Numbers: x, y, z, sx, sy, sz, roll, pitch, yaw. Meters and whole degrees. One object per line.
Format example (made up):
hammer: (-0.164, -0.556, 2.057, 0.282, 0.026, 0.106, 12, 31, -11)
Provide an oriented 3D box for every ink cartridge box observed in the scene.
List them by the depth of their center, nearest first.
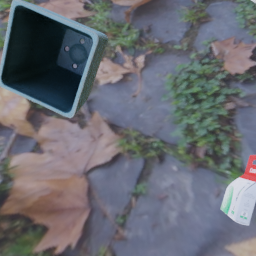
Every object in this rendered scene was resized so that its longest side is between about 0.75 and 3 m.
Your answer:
ink cartridge box: (1.647, 0.821, 4.026, 0.241, 0.775, 0.963, 15, 86, 7)

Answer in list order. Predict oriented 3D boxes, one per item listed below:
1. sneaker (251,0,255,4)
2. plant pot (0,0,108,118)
sneaker: (2.580, -2.271, 4.703, 0.545, 0.627, 1.416, -22, 56, -12)
plant pot: (-0.967, -1.063, 4.238, 1.216, 1.213, 1.239, 25, 22, 4)
